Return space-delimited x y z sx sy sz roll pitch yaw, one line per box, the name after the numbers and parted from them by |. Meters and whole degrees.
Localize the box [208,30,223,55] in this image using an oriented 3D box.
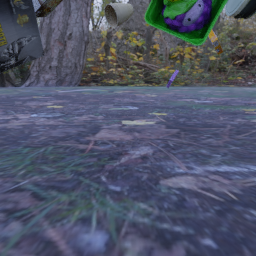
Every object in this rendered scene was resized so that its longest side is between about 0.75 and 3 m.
3.299 -3.568 10.978 0.272 1.310 0.780 -29 -39 20 | box

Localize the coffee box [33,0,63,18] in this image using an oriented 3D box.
-1.910 -2.957 6.462 0.935 0.373 0.535 -21 6 40 | coffee box

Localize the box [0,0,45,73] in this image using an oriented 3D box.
-2.368 -1.792 5.079 1.406 0.429 1.775 -28 -21 -20 | box

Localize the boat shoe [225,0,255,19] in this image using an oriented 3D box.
3.429 -3.700 6.902 0.723 0.907 2.398 5 -21 -21 | boat shoe

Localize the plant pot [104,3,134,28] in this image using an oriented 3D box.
-0.246 -3.973 9.664 0.842 0.789 0.789 -30 23 -24 | plant pot

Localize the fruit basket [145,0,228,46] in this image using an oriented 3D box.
1.187 -2.834 5.310 1.629 2.258 2.258 31 21 17 | fruit basket

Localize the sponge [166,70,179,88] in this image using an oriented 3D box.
1.858 -2.043 11.743 0.138 0.517 0.926 33 -10 3 | sponge
